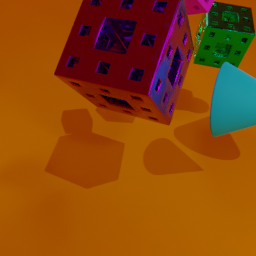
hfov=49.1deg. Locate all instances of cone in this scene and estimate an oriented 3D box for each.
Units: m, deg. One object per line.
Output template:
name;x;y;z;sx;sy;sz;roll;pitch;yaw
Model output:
cone;2.096;-0.366;4.417;1.263;1.258;1.258;11;41;29

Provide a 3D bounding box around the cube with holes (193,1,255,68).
cube with holes;2.182;-2.136;6.521;1.031;1.031;1.031;11;55;2

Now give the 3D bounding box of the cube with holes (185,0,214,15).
cube with holes;0.958;-2.487;4.618;0.840;0.840;0.840;23;84;54

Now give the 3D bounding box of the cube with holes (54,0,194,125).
cube with holes;0.049;-0.908;3.744;1.231;1.231;1.231;16;81;22
